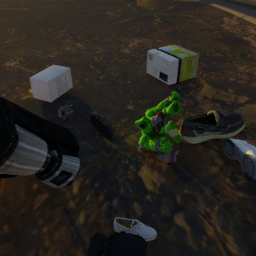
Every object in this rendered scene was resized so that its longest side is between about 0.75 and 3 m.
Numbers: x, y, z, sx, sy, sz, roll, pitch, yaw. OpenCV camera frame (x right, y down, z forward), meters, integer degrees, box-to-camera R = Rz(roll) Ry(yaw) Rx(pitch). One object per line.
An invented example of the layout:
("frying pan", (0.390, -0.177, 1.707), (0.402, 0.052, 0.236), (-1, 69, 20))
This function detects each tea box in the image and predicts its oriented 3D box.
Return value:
("tea box", (2.307, -3.350, 14.627), (1.909, 1.297, 1.941), (-20, 39, -28))

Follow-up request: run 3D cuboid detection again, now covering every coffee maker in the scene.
("coffee maker", (-2.675, 0.278, 7.724), (1.754, 2.605, 2.502), (-18, 64, 22))

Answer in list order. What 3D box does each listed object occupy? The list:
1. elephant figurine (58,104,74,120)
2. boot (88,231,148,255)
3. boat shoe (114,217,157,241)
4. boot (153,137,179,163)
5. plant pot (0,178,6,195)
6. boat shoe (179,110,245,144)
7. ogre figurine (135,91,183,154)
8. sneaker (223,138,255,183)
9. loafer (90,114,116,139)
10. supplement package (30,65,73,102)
("elephant figurine", (-2.490, -0.735, 11.553), (0.650, 0.593, 0.838), (33, 22, -1))
("boot", (0.195, 3.108, 5.491), (2.490, 0.951, 2.092), (1, 38, 13))
("boat shoe", (0.170, 2.467, 6.952), (1.105, 0.386, 0.392), (12, 36, 16))
("boot", (1.320, 0.754, 9.474), (0.819, 0.394, 1.120), (10, 42, 13))
("plant pot", (-4.761, 1.196, 7.264), (1.720, 2.457, 2.457), (-4, 31, 25))
("boat shoe", (3.192, -0.170, 10.310), (2.884, 0.935, 1.056), (-16, 38, -22))
("ogre figurine", (1.079, -0.131, 9.692), (1.419, 2.367, 1.161), (-18, -25, 42))
("sneaker", (3.944, 0.946, 8.884), (0.917, 0.784, 2.104), (-5, 35, -16))
("loafer", (-0.842, -0.139, 10.616), (0.588, 0.592, 1.627), (-15, 38, -28))
("supplement package", (-3.530, -2.099, 13.040), (1.045, 1.032, 1.724), (15, 37, 21))
